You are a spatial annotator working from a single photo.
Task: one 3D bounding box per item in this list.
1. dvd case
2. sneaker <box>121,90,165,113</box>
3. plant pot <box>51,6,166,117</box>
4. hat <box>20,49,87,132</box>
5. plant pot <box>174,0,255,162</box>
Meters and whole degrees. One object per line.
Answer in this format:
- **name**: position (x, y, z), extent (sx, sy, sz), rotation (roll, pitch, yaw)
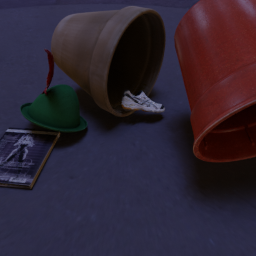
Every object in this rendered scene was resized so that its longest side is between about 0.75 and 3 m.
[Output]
- **dvd case**: position (-2.559, 0.622, 6.572), extent (1.391, 0.149, 1.871), rotation (3, 37, 7)
- **sneaker**: position (0.455, -0.721, 7.579), extent (1.275, 0.559, 0.482), rotation (6, 1, -24)
- **plant pot**: position (-0.692, -2.035, 7.809), extent (2.456, 2.831, 2.831), rotation (24, 43, 26)
- **hat**: position (-1.602, -1.033, 6.912), extent (1.722, 1.830, 2.079), rotation (7, 21, -31)
- **plant pot**: position (2.299, -1.119, 5.695), extent (2.801, 2.801, 2.724), rotation (-7, 62, -9)
